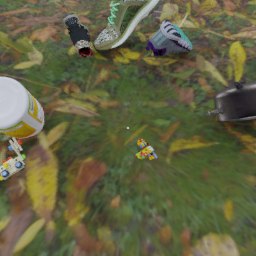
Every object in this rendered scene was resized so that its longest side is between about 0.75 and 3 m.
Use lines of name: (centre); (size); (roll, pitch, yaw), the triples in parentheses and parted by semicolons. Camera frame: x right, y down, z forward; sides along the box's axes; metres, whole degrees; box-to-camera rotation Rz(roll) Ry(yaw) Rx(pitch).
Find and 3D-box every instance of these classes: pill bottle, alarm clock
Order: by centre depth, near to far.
pill bottle: (-2.513, -0.332, 6.306); (1.050, 1.891, 1.050); (1, 79, -3)
alarm clock: (3.211, -0.742, 6.894); (1.872, 0.924, 2.776); (-10, -1, 41)

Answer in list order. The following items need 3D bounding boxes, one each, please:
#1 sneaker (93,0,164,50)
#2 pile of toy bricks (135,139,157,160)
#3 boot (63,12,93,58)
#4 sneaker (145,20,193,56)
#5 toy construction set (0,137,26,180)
sneaker: (-0.221, -3.641, 8.606); (2.810, 1.245, 1.080); (-43, 40, 13)
pile of toy bricks: (0.345, 0.571, 6.423); (0.387, 0.435, 0.783); (-32, 22, -6)
boot: (-1.384, -2.595, 8.468); (0.561, 1.553, 1.173); (-24, 78, 6)
sneaker: (1.236, -2.579, 8.523); (0.829, 0.975, 2.228); (59, 25, 13)
toy construction set: (-2.626, 0.704, 6.009); (1.050, 0.484, 0.688); (-38, 75, 1)
